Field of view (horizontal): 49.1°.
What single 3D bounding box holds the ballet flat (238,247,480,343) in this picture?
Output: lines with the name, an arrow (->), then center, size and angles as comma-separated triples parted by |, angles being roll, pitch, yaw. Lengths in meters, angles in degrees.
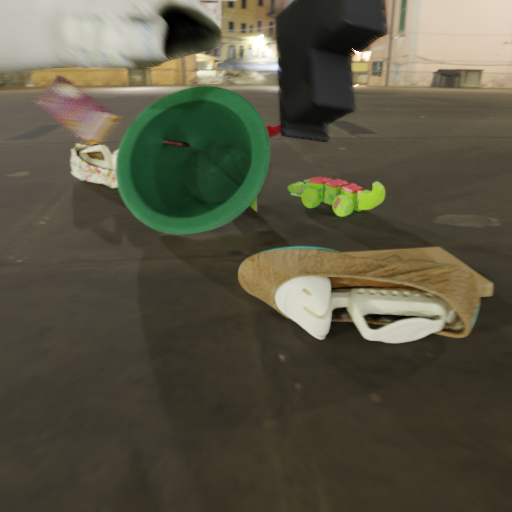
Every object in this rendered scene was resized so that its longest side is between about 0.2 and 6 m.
ballet flat -> 1.133, 0.526, 6.447 | 2.836, 0.962, 1.026 | 6, 41, 5

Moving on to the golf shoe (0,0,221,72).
golf shoe -> -1.825, -2.716, 6.449 | 1.582, 1.274, 3.253 | 33, 43, 32

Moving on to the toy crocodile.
toy crocodile -> 1.568, -1.274, 11.276 | 0.732, 0.670, 2.170 | -19, 27, -40

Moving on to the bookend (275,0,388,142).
bookend -> 1.403, -3.534, 9.806 | 1.086, 2.342, 2.357 | 1, -9, -28

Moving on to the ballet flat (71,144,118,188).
ballet flat -> -3.368, -2.123, 13.188 | 2.806, 0.897, 1.061 | 11, 37, 27

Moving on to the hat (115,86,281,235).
hat -> -0.692, -1.585, 11.210 | 3.295, 2.729, 2.900 | -17, -12, 9

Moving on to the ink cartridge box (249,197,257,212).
ink cartridge box -> -0.473, -1.587, 11.478 | 0.565, 1.102, 1.491 | -7, 22, -18

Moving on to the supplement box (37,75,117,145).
supplement box -> -3.208, -2.614, 10.116 | 1.181, 0.651, 0.506 | 38, 7, -8

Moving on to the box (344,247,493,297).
box -> 2.067, 0.253, 7.883 | 1.880, 0.200, 1.537 | -3, 21, -10
